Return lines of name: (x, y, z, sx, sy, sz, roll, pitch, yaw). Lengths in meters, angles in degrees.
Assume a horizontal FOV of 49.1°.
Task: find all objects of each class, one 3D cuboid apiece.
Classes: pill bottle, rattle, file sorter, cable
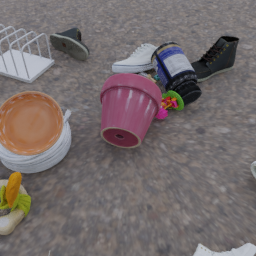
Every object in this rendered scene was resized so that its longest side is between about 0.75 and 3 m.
pill bottle: (1.691, -1.854, 9.749, 1.162, 1.162, 2.078, -17, 67, -16)
rattle: (-3.442, 1.443, 6.411, 2.198, 1.570, 1.431, 23, 63, 14)
file sorter: (-4.432, -3.035, 11.068, 2.312, 1.440, 1.604, 17, 46, 18)
cable: (-2.732, 0.307, 8.104, 2.147, 0.743, 2.147, -2, 45, -1)

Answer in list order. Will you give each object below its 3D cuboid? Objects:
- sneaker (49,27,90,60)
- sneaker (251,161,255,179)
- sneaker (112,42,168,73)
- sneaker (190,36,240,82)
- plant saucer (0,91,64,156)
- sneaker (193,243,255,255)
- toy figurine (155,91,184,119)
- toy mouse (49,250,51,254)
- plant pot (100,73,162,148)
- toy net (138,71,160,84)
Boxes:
sneaker: (-2.251, -3.823, 12.247, 2.387, 0.893, 1.268, 32, 55, 30)
sneaker: (4.239, 1.502, 6.820, 1.450, 0.924, 2.509, -22, 39, -19)
sneaker: (0.604, -2.800, 10.996, 2.759, 0.977, 1.008, -18, 23, -24)
sneaker: (3.121, -2.724, 10.801, 2.517, 1.337, 0.941, -22, 48, -21)
plant saucer: (-2.222, -0.096, 6.390, 1.515, 0.283, 1.515, 1, 73, -4)
sneaker: (1.890, 2.656, 5.791, 1.531, 0.564, 0.885, -28, 53, -24)
toy figurine: (1.167, -0.699, 9.296, 0.930, 0.759, 1.011, -37, 32, -21)
toy mouse: (-1.632, 3.040, 5.683, 0.706, 0.154, 0.795, 28, 51, 26)
plant pot: (-0.029, -0.394, 8.233, 1.850, 1.850, 1.656, 8, 60, 9)
toy net: (1.063, -2.067, 10.860, 1.648, 0.318, 0.864, 6, 45, 7)
